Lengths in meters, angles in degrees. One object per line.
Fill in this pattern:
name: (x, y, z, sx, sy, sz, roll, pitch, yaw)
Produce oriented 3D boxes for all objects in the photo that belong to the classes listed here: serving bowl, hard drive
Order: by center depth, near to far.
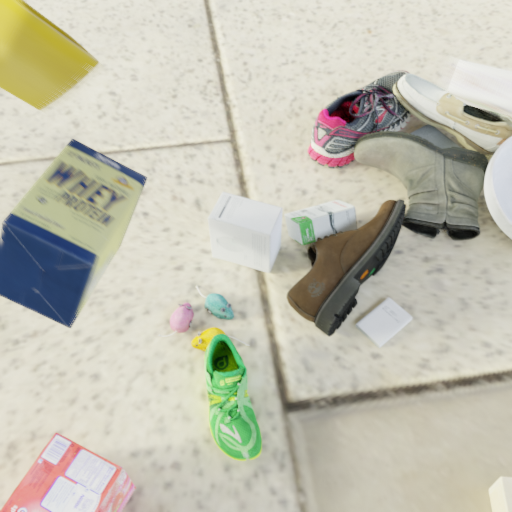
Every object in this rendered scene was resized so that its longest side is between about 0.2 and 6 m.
hard drive: (2.176, 1.128, 9.536, 0.830, 0.111, 0.547, -34, 61, -23)
serving bowl: (5.352, -1.094, 10.545, 2.443, 0.804, 2.443, 3, 71, -8)
hard drive: (3.812, -2.163, 11.865, 0.990, 0.233, 1.419, -29, 59, -20)

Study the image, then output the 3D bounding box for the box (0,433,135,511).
box: (-2.647, 3.610, 7.131, 1.138, 1.050, 2.218, 21, 56, 15)

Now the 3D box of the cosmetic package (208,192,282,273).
cosmetic package: (-0.169, -0.408, 10.014, 1.146, 1.143, 0.705, 17, 56, 12)

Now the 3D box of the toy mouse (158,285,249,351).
toy mouse: (-0.937, 0.973, 9.535, 1.501, 0.290, 1.334, -6, 54, -4)

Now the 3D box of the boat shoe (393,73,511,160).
boat shoe: (4.184, -3.134, 11.753, 2.648, 0.906, 0.990, 33, 54, 3)

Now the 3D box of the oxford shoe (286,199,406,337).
oxford shoe: (1.619, -0.107, 9.836, 1.279, 1.101, 3.029, 32, 60, 22)

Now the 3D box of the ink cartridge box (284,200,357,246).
ink cartridge box: (1.199, -0.634, 10.385, 1.122, 0.466, 0.822, -16, 19, -11)

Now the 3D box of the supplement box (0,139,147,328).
supplement box: (-2.567, -0.290, 7.783, 1.171, 1.745, 1.743, 27, 48, -9)

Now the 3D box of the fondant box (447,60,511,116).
fondant box: (3.302, -1.991, 7.032, 1.487, 0.433, 1.073, 25, 17, 29)

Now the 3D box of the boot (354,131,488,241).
boot: (3.060, -1.340, 10.815, 2.710, 0.918, 1.771, 14, 69, 13)

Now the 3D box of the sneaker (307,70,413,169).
sneaker: (2.422, -3.117, 11.972, 1.287, 1.192, 3.191, 35, 61, 23)

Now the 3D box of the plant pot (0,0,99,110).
plant pot: (-3.174, -2.798, 7.797, 1.080, 1.224, 1.224, -52, 52, 9)

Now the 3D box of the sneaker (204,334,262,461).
sneaker: (-0.433, 2.077, 8.380, 0.734, 0.828, 1.982, -14, 58, -9)

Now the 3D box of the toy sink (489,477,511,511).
toy sink: (3.606, 3.601, 7.421, 0.716, 0.615, 1.098, 4, 49, 3)
